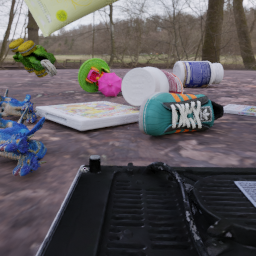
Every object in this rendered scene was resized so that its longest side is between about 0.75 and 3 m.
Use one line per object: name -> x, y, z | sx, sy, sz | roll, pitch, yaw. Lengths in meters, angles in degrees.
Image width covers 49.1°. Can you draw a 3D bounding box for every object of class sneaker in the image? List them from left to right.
sneaker -> 1.453, -0.409, 7.015 | 1.187, 1.061, 2.972 | 5, 13, 38

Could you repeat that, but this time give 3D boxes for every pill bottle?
pill bottle -> 0.845, -1.274, 9.199 | 1.343, 1.343, 2.451 | 7, 7, 27
pill bottle -> 4.401, -3.397, 17.663 | 2.824, 1.634, 1.634 | -3, 14, -10

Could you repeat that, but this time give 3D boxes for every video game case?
video game case -> -1.000, -0.459, 8.503 | 2.685, 0.307, 2.444 | -10, 18, -43
video game case -> 4.187, -0.593, 9.619 | 1.724, 0.155, 1.234 | 9, 17, 34

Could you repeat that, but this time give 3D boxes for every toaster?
toaster -> 0.765, 0.987, 0.862 | 2.310, 1.371, 2.089 | 0, 14, 1

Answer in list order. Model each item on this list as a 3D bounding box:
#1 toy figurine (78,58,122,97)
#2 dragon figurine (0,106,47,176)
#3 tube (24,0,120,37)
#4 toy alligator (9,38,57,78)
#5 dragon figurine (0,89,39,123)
toy figurine -> -0.968, -2.203, 14.101 | 2.477, 1.859, 2.280 | 20, 13, -41
dragon figurine -> -1.943, 0.185, 5.291 | 1.287, 0.762, 2.588 | 1, 15, 3
tube -> -1.031, -3.021, 6.568 | 2.532, 0.657, 0.735 | -28, 50, -15
toy alligator -> -2.320, -1.835, 7.335 | 0.661, 0.912, 2.752 | -45, 42, -18
dragon figurine -> -3.411, -0.680, 8.780 | 1.187, 0.703, 2.387 | -3, 19, -18
